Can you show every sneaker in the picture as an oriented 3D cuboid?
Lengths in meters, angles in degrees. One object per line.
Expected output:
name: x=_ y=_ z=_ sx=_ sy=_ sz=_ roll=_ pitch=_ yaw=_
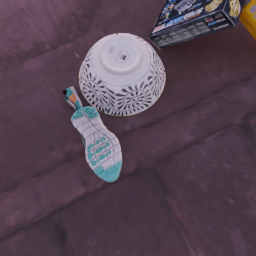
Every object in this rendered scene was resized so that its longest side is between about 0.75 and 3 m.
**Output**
sneaker: x=-1.633 y=-0.785 z=8.317 sx=0.396 sy=0.354 sz=0.991 roll=-24 pitch=62 yaw=-14
sneaker: x=-0.689 y=0.483 z=7.297 sx=0.911 sy=1.071 sz=2.347 roll=-24 pitch=51 yaw=-4

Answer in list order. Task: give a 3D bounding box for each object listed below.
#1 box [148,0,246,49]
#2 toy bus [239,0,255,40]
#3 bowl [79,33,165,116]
box: x=2.072 y=-3.635 z=8.126 sx=0.647 sy=2.813 sz=2.236 roll=34 pitch=72 yaw=-31
toy bus: x=4.215 y=-2.995 z=8.259 sx=2.463 sy=0.802 sz=0.964 roll=36 pitch=107 yaw=-26
bowl: x=-0.179 y=-1.838 z=8.213 sx=2.728 sy=1.280 sz=2.728 roll=0 pitch=71 yaw=0
